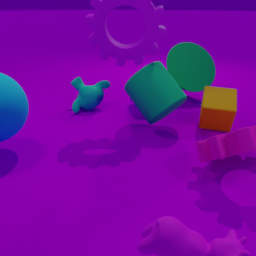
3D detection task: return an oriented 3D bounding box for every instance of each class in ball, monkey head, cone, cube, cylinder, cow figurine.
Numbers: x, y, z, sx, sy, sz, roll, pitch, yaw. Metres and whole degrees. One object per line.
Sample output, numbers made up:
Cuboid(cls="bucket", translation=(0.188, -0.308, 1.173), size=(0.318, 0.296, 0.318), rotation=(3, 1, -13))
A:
Cuboid(cls="ball", translation=(-2.644, -0.395, 5.378), size=(1.382, 1.382, 1.382), rotation=(0, 25, 0))
Cuboid(cls="monkey head", translation=(-1.192, -1.015, 8.046), size=(1.331, 0.958, 0.802), rotation=(-41, 21, -13))
Cuboid(cls="cone", translation=(1.715, -1.670, 9.223), size=(1.630, 1.630, 1.636), rotation=(-8, -11, -17))
Cuboid(cls="cube", translation=(2.162, -0.462, 6.766), size=(0.752, 0.752, 0.752), rotation=(8, 52, 12))
Cuboid(cls="cylinder", translation=(0.648, -0.822, 6.651), size=(1.086, 1.086, 1.086), rotation=(-27, 78, -44))
Cuboid(cls="cow figurine", translation=(0.639, 1.148, 2.710), size=(0.876, 0.862, 0.481), rotation=(46, 26, -5))

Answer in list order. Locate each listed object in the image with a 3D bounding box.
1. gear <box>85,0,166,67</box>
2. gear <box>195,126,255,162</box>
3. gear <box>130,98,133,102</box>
Cuboid(cls="gear", translation=(-0.045, -2.167, 5.947), size=(1.670, 1.670, 0.309), rotation=(2, 33, 4))
Cuboid(cls="gear", translation=(2.167, 0.204, 4.842), size=(1.931, 0.357, 1.931), rotation=(-13, -9, -2))
Cuboid(cls="gear", translation=(0.479, -1.308, 8.130), size=(0.233, 1.262, 1.262), rotation=(30, 22, -11))
